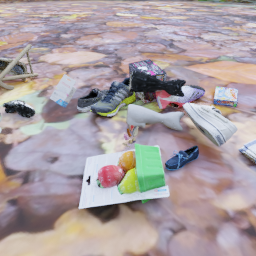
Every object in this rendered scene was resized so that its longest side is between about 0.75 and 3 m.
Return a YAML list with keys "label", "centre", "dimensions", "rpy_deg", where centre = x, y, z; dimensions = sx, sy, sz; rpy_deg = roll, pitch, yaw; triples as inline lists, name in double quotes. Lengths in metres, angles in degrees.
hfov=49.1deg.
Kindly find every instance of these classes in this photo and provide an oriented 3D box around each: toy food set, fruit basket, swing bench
- label: "toy food set"
  centre: [0.096, 0.232, 9.346]
  dimensions: [0.515, 0.811, 0.128]
  rpy_deg: [27, -20, -28]
- label: "fruit basket"
  centre: [-0.123, 1.423, 8.234]
  dimensions: [2.421, 1.135, 2.242]
  rpy_deg: [-15, 31, 6]
- label: "swing bench"
  centre: [-7.010, -3.290, 15.015]
  dimensions: [2.878, 1.877, 2.893]
  rpy_deg: [15, 40, 22]

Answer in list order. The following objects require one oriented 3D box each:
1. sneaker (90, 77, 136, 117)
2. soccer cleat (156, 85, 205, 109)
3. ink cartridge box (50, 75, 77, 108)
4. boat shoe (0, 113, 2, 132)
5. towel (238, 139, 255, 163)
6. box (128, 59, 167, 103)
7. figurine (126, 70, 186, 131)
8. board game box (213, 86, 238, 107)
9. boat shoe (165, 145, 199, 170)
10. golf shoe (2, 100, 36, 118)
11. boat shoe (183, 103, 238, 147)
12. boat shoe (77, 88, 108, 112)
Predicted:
- label: "sneaker"
  centre: [-0.665, -1.436, 12.506]
  dimensions: [1.078, 1.181, 2.917]
  rpy_deg: [17, 35, 26]
- label: "soccer cleat"
  centre: [2.453, -1.425, 12.930]
  dimensions: [2.982, 1.091, 1.017]
  rpy_deg: [-4, 0, -38]
- label: "ink cartridge box"
  centre: [-1.939, -1.137, 8.610]
  dimensions: [0.502, 0.873, 0.296]
  rpy_deg: [32, 1, 17]
- label: "boat shoe"
  centre: [-5.448, -0.259, 11.144]
  dimensions: [0.701, 0.592, 1.967]
  rpy_deg: [-9, 33, -15]
- label: "towel"
  centre: [5.296, 1.049, 8.970]
  dimensions: [2.070, 0.335, 2.818]
  rpy_deg: [-22, 36, -15]
- label: "box"
  centre: [0.915, -2.315, 13.739]
  dimensions: [1.220, 1.405, 2.126]
  rpy_deg: [-13, 34, -13]
- label: "figurine"
  centre: [1.166, -1.033, 11.265]
  dimensions: [2.324, 1.026, 2.382]
  rpy_deg: [6, 74, -2]
- label: "board game box"
  centre: [4.745, -1.545, 13.565]
  dimensions: [1.058, 0.269, 1.564]
  rpy_deg: [9, 33, 15]
- label: "boat shoe"
  centre: [1.773, 0.924, 9.304]
  dimensions: [1.419, 0.487, 0.597]
  rpy_deg: [-25, 39, -34]
- label: "golf shoe"
  centre: [-4.622, -0.946, 12.235]
  dimensions: [1.680, 0.653, 0.794]
  rpy_deg: [14, 34, 20]
- label: "boat shoe"
  centre: [2.948, -0.371, 10.297]
  dimensions: [0.959, 1.050, 2.918]
  rpy_deg: [-35, 22, 4]
- label: "boat shoe"
  centre: [-1.555, -1.473, 13.009]
  dimensions: [0.764, 0.724, 2.186]
  rpy_deg: [22, 38, 32]
